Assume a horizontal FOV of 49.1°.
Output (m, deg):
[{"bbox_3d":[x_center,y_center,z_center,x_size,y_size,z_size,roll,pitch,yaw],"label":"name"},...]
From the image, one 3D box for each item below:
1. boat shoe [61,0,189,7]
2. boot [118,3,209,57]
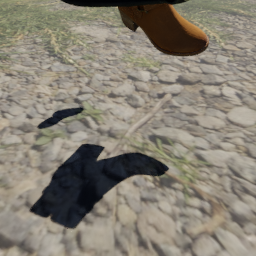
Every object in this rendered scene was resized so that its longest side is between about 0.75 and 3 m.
[{"bbox_3d":[0.321,-1.098,1.902,1.824,0.626,0.516,6,66,19],"label":"boat shoe"},{"bbox_3d":[0.780,-2.832,6.459,2.581,2.004,0.990,36,78,16],"label":"boot"}]
